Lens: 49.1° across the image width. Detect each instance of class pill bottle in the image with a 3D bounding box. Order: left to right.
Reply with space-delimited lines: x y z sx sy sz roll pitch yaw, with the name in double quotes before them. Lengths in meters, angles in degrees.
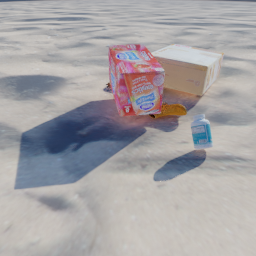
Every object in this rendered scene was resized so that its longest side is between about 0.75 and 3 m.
"pill bottle" 1.752 0.094 6.695 0.449 0.811 0.449 -8 -4 -1

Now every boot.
"boot" 1.109 -0.449 8.198 0.775 0.381 1.082 -28 31 -29

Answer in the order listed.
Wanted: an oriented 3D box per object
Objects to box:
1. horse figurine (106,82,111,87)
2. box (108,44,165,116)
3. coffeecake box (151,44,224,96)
"horse figurine" 0.188 -1.833 10.578 1.780 0.444 1.180 8 28 15
"box" 0.145 -1.549 8.512 1.229 1.332 2.597 -5 33 -8
"coffeecake box" 2.177 -2.316 10.544 2.181 1.038 2.842 17 30 22
